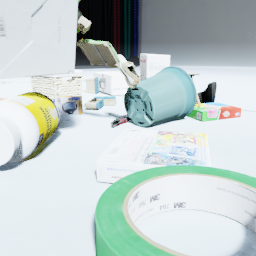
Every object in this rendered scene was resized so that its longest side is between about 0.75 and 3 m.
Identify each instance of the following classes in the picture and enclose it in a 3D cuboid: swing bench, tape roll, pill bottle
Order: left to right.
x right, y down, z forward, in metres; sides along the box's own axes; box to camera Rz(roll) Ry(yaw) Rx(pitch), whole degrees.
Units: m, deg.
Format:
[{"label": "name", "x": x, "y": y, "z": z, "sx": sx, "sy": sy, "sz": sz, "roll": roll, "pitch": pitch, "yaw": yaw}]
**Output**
[{"label": "pill bottle", "x": -2.433, "y": -0.021, "z": 6.158, "sx": 1.289, "sy": 1.289, "sz": 2.301, "roll": 1, "pitch": 16, "yaw": 4}, {"label": "swing bench", "x": 1.863, "y": -1.329, "z": 9.929, "sx": 1.234, "sy": 1.241, "sz": 0.805, "roll": -4, "pitch": 1, "yaw": -32}, {"label": "tape roll", "x": 0.842, "y": 1.149, "z": 3.221, "sx": 2.419, "sy": 0.581, "sz": 2.419, "roll": 1, "pitch": 15, "yaw": 0}]

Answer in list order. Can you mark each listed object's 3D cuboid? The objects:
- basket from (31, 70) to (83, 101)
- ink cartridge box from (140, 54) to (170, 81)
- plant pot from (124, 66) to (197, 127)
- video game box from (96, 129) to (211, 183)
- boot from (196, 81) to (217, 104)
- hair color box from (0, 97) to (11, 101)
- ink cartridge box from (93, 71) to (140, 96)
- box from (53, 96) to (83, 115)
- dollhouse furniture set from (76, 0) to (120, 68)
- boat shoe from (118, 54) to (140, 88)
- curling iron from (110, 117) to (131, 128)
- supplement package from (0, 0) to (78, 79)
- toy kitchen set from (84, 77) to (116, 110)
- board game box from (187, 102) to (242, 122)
[{"label": "basket", "x": -3.415, "y": -2.060, "z": 13.319, "sx": 2.357, "sy": 1.454, "sz": 1.598, "roll": 16, "pitch": 22, "yaw": 42}, {"label": "ink cartridge box", "x": 0.993, "y": -1.758, "z": 10.851, "sx": 0.909, "sy": 2.155, "sz": 1.560, "roll": -2, "pitch": 15, "yaw": -7}, {"label": "plant pot", "x": 0.938, "y": -0.921, "z": 8.934, "sx": 1.765, "sy": 1.802, "sz": 1.802, "roll": -23, "pitch": 27, "yaw": -38}, {"label": "video game box", "x": 0.623, "y": 0.534, "z": 5.639, "sx": 1.944, "sy": 0.500, "sz": 2.134, "roll": 1, "pitch": 15, "yaw": 14}, {"label": "boot", "x": 2.862, "y": -1.293, "z": 11.154, "sx": 1.194, "sy": 0.601, "sz": 1.596, "roll": 7, "pitch": -27, "yaw": 13}, {"label": "hair color box", "x": -4.183, "y": -0.564, "z": 9.132, "sx": 2.528, "sy": 0.767, "sz": 1.252, "roll": 0, "pitch": 15, "yaw": -4}, {"label": "ink cartridge box", "x": -0.623, "y": -2.586, "z": 15.893, "sx": 1.899, "sy": 1.097, "sz": 2.610, "roll": -8, "pitch": 17, "yaw": -26}, {"label": "box", "x": -2.251, "y": -0.850, "z": 10.383, "sx": 1.122, "sy": 0.668, "sz": 0.233, "roll": 1, "pitch": 16, "yaw": 6}, {"label": "dollhouse furniture set", "x": -0.876, "y": -2.571, "z": 7.124, "sx": 1.081, "sy": 2.163, "sz": 0.835, "roll": 13, "pitch": 63, "yaw": 35}, {"label": "boat shoe", "x": 0.011, "y": -1.643, "z": 7.736, "sx": 0.414, "sy": 1.108, "sz": 0.379, "roll": -14, "pitch": -24, "yaw": -43}, {"label": "curling iron", "x": -0.100, "y": -0.252, "z": 9.008, "sx": 0.364, "sy": 0.188, "sz": 1.469, "roll": -36, "pitch": -8, "yaw": 29}, {"label": "supplement package", "x": -1.963, "y": -2.234, "z": 5.453, "sx": 1.709, "sy": 2.195, "sz": 1.217, "roll": -9, "pitch": 50, "yaw": -21}, {"label": "toy kitchen set", "x": -1.099, "y": -1.481, "z": 11.495, "sx": 0.950, "sy": 1.291, "sz": 1.612, "roll": 1, "pitch": 15, "yaw": 9}, {"label": "board game box", "x": 2.961, "y": -0.604, "z": 10.088, "sx": 1.696, "sy": 0.342, "sz": 1.298, "roll": -7, "pitch": 17, "yaw": -23}]
